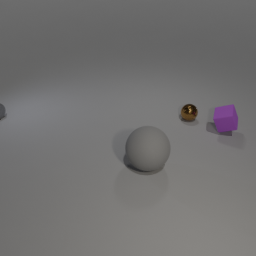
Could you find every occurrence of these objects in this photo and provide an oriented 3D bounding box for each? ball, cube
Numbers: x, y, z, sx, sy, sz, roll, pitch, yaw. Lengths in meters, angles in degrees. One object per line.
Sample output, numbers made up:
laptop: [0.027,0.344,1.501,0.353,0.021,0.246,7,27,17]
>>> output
ball: [0.616,0.632,8.692,1.400,1.400,1.400,0,32,0]
cube: [3.653,-0.355,10.443,0.700,0.700,0.700,-10,37,32]
ball: [2.510,-0.642,11.474,0.700,0.700,0.700,0,32,0]

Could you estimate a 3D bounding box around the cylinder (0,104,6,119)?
cylinder: [-5.609,-0.748,11.639,0.700,0.700,0.700,18,36,26]
